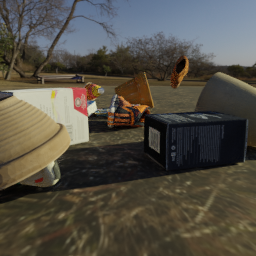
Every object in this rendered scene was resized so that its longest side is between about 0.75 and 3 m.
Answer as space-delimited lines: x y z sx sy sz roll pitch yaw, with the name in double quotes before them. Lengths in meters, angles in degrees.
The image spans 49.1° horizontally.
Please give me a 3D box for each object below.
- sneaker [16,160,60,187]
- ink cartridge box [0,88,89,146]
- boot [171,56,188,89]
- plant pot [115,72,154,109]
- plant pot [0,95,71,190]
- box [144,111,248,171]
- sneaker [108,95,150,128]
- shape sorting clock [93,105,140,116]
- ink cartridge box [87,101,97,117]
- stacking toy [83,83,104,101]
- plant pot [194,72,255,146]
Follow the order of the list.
"sneaker" -2.186 0.773 4.776 2.191 0.771 1.024 7 28 29
"ink cartridge box" -2.176 -0.261 7.501 2.145 1.583 0.919 -10 14 -43
"boot" 2.061 -2.374 10.761 0.565 1.534 1.187 15 -18 8
"plant pot" 0.300 -1.884 15.703 1.852 2.022 2.022 -15 10 5
"plant pot" -2.323 0.163 4.776 2.430 1.121 2.430 -16 17 5
"box" 1.497 0.214 6.491 1.949 1.017 1.442 -3 11 -15
"sneaker" 0.070 -0.590 11.215 1.578 1.092 2.816 4 21 0
"shape sorting clock" -0.511 -0.935 13.856 2.473 0.485 2.473 -2 10 0
"ink cartridge box" -2.308 -0.930 13.353 1.407 0.473 0.817 3 30 24
"stacking toy" -1.132 -1.321 9.955 0.650 0.650 0.889 -9 7 -40
"plant pot" 3.223 -0.329 7.741 2.117 1.982 1.982 24 22 33
